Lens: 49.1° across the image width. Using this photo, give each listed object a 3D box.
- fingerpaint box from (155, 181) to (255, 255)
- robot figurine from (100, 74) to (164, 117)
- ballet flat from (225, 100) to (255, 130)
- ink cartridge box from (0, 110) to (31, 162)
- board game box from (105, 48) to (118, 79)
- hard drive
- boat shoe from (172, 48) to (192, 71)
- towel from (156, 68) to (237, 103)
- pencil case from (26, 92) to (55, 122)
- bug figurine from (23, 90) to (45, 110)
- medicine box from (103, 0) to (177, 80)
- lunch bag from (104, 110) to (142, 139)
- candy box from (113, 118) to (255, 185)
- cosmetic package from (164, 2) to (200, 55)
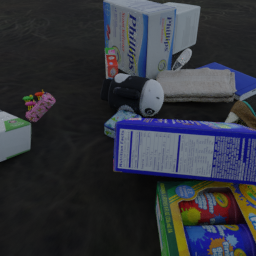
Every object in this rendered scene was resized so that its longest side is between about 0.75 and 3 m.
[{"bbox_3d":[1.612,2.029,4.718,2.049,0.901,2.455,0,35,-1],"label":"fingerpaint box"},{"bbox_3d":[0.137,-1.024,8.884,1.983,1.238,1.490,13,42,18],"label":"robot figurine"},{"bbox_3d":[3.205,0.108,7.566,1.024,0.960,2.831,-23,30,8],"label":"ballet flat"},{"bbox_3d":[-3.794,0.100,7.304,2.025,0.854,1.479,20,24,27],"label":"ink cartridge box"},{"bbox_3d":[-0.600,-1.994,10.190,0.349,1.324,1.731,-4,36,-6],"label":"board game box"},{"bbox_3d":[3.807,-1.867,10.862,1.609,0.309,2.439,-23,41,-28],"label":"hard drive"},{"bbox_3d":[1.929,-2.406,10.084,0.347,0.979,0.339,40,36,6],"label":"boat shoe"},{"bbox_3d":[2.292,-1.533,9.913,2.872,0.495,1.903,1,35,17],"label":"towel"},{"bbox_3d":[-2.618,-0.602,8.355,0.443,1.024,0.424,36,29,-26],"label":"pencil case"},{"bbox_3d":[-3.127,-0.956,9.593,0.840,0.279,1.084,-16,38,-21],"label":"bug figurine"},{"bbox_3d":[0.389,-3.694,11.469,1.497,2.649,2.908,-22,40,-29],"label":"medicine box"},{"bbox_3d":[-0.114,-0.086,8.213,0.849,0.436,1.057,23,42,25],"label":"lunch bag"},{"bbox_3d":[1.203,0.367,6.141,2.748,1.058,2.323,5,6,8],"label":"candy box"},{"bbox_3d":[2.178,-5.092,14.137,1.922,1.910,2.297,25,41,32],"label":"cosmetic package"}]
